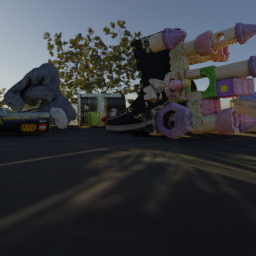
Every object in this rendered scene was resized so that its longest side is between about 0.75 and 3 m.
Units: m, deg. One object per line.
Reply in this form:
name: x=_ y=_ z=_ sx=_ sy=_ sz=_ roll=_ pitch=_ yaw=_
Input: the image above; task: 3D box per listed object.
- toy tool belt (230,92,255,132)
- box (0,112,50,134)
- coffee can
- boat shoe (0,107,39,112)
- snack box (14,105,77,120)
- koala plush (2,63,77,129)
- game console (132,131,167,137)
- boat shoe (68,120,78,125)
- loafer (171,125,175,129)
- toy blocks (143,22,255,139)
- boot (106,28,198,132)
toy tool belt: x=3.709 y=-0.611 z=6.931 sx=2.317 sy=1.424 sz=1.447 roll=1 pitch=2 yaw=24
box: x=-2.984 y=-0.095 z=5.745 sx=2.318 sy=0.462 sz=1.587 roll=-1 pitch=2 yaw=-33
coffee can: x=-1.182 y=-0.788 z=12.171 sx=1.993 sy=1.459 sz=1.459 roll=-1 pitch=2 yaw=-11
boat shoe: x=-3.641 y=-0.366 z=9.055 sx=0.926 sy=0.806 sz=2.513 roll=1 pitch=3 yaw=41
snack box: x=-3.545 y=-0.630 z=13.311 sx=2.103 sy=0.783 sz=2.957 roll=-5 pitch=3 yaw=21
koala plush: x=-2.545 y=-0.863 z=9.185 sx=1.857 sy=2.021 sz=1.792 roll=-42 pitch=5 yaw=8
game console: x=0.507 y=0.109 z=5.196 sx=0.830 sy=0.100 sz=0.489 roll=2 pitch=3 yaw=44
boat shoe: x=-3.168 y=-0.599 z=16.226 sx=0.899 sy=0.856 sz=2.497 roll=1 pitch=2 yaw=33
loafer: x=1.517 y=-0.211 z=7.173 sx=0.634 sy=0.616 sz=1.736 roll=-2 pitch=2 yaw=-44
toy blocks: x=1.593 y=-0.844 z=4.911 sx=1.816 sy=2.016 sz=2.157 roll=-5 pitch=-5 yaw=37
boot: x=0.418 y=-0.962 z=6.580 sx=2.649 sy=1.995 sz=0.969 roll=-12 pitch=-4 yaw=43
